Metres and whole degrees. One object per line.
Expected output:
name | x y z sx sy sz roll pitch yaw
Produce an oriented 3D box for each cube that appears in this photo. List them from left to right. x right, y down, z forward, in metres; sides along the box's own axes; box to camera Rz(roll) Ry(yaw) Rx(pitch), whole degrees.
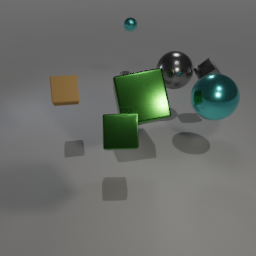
cube | -1.703 -1.004 7.592 0.700 0.700 0.700 -5 -1 -10
cube | -0.149 0.101 5.820 0.700 0.700 0.700 -1 -6 -1
cube | 0.365 -0.831 8.351 1.400 1.400 1.400 -11 -2 -3
cube | 2.900 -1.931 10.050 0.700 0.700 0.700 -35 43 24

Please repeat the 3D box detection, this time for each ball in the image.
ball | 0.127 -5.362 14.526 0.700 0.700 0.700 0 30 0
ball | 1.745 -2.161 10.508 1.400 1.400 1.400 0 30 0
ball | 2.581 -0.918 8.345 1.400 1.400 1.400 0 30 0
